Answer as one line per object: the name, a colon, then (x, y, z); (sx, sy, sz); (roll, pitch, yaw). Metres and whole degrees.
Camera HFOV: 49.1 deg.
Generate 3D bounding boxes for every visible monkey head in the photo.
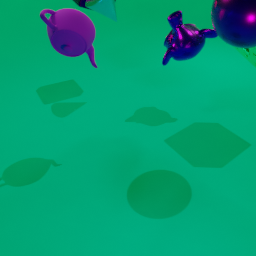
monkey head: (1.624, -2.647, 8.175); (1.820, 1.309, 1.097); (-28, 56, 6)

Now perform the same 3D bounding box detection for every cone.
cone: (-0.611, -3.665, 8.619); (1.006, 1.010, 1.006); (-21, 46, 23)

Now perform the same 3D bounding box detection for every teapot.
teapot: (-1.197, -1.935, 6.030); (1.040, 1.673, 0.819); (-18, 54, 32)

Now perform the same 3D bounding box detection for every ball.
ball: (2.290, -2.226, 5.292); (1.387, 1.387, 1.387); (0, 36, 0)

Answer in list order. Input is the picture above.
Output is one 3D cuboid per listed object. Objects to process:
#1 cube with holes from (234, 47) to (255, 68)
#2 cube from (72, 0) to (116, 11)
cube with holes: (3.475, -2.507, 7.006); (1.360, 1.360, 1.360); (-37, 54, 12)
cube: (-1.130, -4.698, 9.349); (1.230, 1.230, 1.230); (0, 36, -33)
